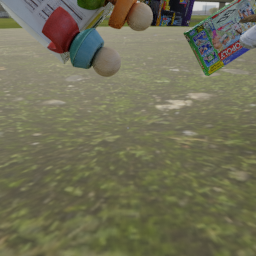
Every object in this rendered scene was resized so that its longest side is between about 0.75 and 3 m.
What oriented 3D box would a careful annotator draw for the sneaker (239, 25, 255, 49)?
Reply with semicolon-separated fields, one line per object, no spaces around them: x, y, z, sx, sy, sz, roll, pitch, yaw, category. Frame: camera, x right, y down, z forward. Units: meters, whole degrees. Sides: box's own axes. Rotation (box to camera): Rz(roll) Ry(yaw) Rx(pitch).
3.574;-2.733;6.914;1.755;1.008;0.659;-28;57;2;sneaker

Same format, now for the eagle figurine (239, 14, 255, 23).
3.213;-1.498;4.906;2.047;1.545;1.553;24;22;-44;eagle figurine

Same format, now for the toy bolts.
-0.376;-1.843;4.627;1.327;1.913;1.827;32;-5;-3;toy bolts

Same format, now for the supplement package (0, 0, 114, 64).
-1.373;-2.940;6.275;1.712;2.273;1.725;41;-2;-11;supplement package

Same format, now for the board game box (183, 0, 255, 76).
3.004;-2.821;8.486;2.241;1.508;0.326;-33;17;1;board game box

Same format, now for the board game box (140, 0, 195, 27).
1.169;-3.812;7.151;0.647;2.281;1.885;26;32;31;board game box
